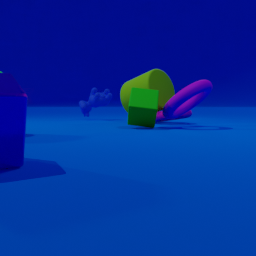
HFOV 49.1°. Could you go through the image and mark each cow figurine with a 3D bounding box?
[{"bbox_3d":[-1.329,-1.007,11.302,1.239,1.219,0.680,-1,42,-33],"label":"cow figurine"}]

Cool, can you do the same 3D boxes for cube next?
[{"bbox_3d":[0.382,-0.516,7.134,0.703,0.703,0.703,7,-40,2],"label":"cube"},{"bbox_3d":[-1.402,-0.084,2.590,0.727,0.727,0.727,-3,26,-33],"label":"cube"}]

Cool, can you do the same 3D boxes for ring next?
[{"bbox_3d":[1.543,-0.726,7.316,1.474,0.295,1.474,-30,-15,-9],"label":"ring"},{"bbox_3d":[1.368,-0.406,9.092,1.394,0.279,1.394,-7,-2,0],"label":"ring"}]

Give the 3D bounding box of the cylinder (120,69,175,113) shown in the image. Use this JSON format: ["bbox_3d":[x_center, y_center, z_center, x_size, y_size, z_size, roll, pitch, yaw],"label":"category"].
[{"bbox_3d":[0.651,-1.134,9.413,1.334,1.334,1.334,-4,-8,-44],"label":"cylinder"}]

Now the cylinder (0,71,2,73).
[{"bbox_3d":[-2.939,-0.602,5.424,0.996,0.996,0.996,6,17,-2],"label":"cylinder"}]
